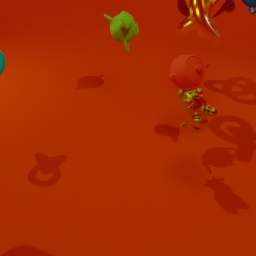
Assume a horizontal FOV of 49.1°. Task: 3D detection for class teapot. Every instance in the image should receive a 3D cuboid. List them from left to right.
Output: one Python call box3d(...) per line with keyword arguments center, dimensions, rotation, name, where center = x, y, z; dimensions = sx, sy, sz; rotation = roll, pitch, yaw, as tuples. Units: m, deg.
box3d(center=(1.392, -1.290, 6.455), dimensions=(1.379, 0.858, 0.675), rotation=(-23, 6, -28), name="teapot")
box3d(center=(3.941, -4.368, 8.800), dimensions=(0.970, 1.560, 0.764), rotation=(-23, 33, -9), name="teapot")

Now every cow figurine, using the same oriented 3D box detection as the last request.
box3d(center=(1.299, -0.340, 5.670), dimensions=(0.606, 1.103, 1.085), rotation=(-42, 18, -8), name="cow figurine")

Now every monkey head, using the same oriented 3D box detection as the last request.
box3d(center=(-0.155, -2.509, 7.069), dimensions=(0.679, 1.127, 0.811), rotation=(-30, 9, 22), name="monkey head")

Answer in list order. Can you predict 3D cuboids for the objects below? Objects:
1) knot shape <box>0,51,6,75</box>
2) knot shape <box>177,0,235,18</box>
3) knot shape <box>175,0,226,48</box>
box3d(center=(-3.341, -1.494, 5.962), dimensions=(1.208, 0.558, 1.130), rotation=(30, 25, -6), name="knot shape")
box3d(center=(2.784, -4.183, 9.165), dimensions=(1.989, 0.919, 1.861), rotation=(16, 35, 43), name="knot shape")
box3d(center=(1.747, -2.886, 6.819), dimensions=(0.954, 2.064, 1.932), rotation=(2, 0, -4), name="knot shape")
